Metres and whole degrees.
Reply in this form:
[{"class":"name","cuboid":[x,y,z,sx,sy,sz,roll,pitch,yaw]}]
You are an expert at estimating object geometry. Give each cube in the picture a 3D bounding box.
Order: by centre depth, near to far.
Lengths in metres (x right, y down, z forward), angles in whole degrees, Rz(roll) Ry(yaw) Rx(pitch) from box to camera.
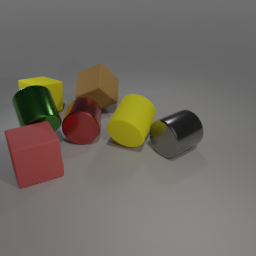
[{"class":"cube","cuboid":[-2.994,0.807,8.967,1.400,1.400,1.400,-14,32,-24]},{"class":"cube","cuboid":[-1.389,-1.836,12.788,1.400,1.400,1.400,-16,58,29]},{"class":"cube","cuboid":[-3.996,-1.493,12.923,1.400,1.400,1.400,18,25,30]}]

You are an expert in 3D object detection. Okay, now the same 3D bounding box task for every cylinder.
[{"class":"cylinder","cuboid":[1.730,0.193,10.069,1.400,1.400,1.400,-22,36,-34]},{"class":"cylinder","cuboid":[-3.275,-0.578,10.091,1.400,1.400,1.400,-15,64,-25]},{"class":"cylinder","cuboid":[0.142,-0.268,10.178,1.400,1.400,1.400,11,49,19]},{"class":"cylinder","cuboid":[-1.767,-0.297,10.945,1.400,1.400,1.400,0,29,-1]}]
